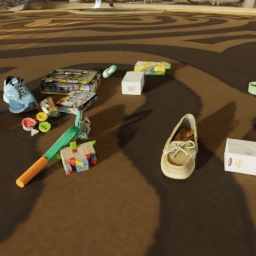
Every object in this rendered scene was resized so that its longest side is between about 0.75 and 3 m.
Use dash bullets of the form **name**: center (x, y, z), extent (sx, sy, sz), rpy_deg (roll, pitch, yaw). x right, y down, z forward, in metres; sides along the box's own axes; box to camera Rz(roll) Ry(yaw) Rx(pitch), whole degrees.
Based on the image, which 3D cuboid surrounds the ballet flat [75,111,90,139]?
- **ballet flat**: center (-1.632, -0.080, 10.139), extent (0.609, 0.609, 1.640), rpy_deg (-2, 31, -4)

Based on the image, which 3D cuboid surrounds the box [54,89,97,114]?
- **box**: center (-2.234, -1.163, 12.126), extent (1.191, 0.347, 1.739), rpy_deg (10, 31, 17)

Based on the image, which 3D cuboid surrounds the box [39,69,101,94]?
- **box**: center (-2.772, -2.290, 13.874), extent (2.534, 0.625, 2.024), rpy_deg (3, 31, 6)

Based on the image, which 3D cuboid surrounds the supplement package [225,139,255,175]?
- **supplement package**: center (3.476, 0.850, 8.253), extent (1.123, 0.623, 0.875), rpy_deg (7, 29, 15)

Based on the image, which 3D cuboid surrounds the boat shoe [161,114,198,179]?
- **boat shoe**: center (1.630, 0.498, 8.631), extent (1.016, 0.869, 2.772), rpy_deg (7, 30, 13)

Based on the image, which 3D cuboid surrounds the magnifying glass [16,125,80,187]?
- **magnifying glass**: center (-2.293, 0.765, 8.318), extent (0.284, 1.009, 2.535), rpy_deg (40, 48, -2)

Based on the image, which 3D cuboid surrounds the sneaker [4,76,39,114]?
- **sneaker**: center (-4.666, -1.470, 11.771), extent (1.066, 1.224, 2.721), rpy_deg (-22, 36, -34)

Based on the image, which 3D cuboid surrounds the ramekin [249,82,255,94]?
- **ramekin**: center (6.166, -1.886, 13.377), extent (0.783, 0.382, 0.783), rpy_deg (0, 29, 0)

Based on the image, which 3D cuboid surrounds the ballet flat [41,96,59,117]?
- **ballet flat**: center (-3.258, -0.883, 11.480), extent (0.557, 0.522, 1.540), rpy_deg (-7, 35, -26)

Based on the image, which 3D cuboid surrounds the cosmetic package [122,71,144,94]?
- **cosmetic package**: center (0.278, -2.227, 13.699), extent (0.915, 0.658, 1.621), rpy_deg (2, 30, 7)

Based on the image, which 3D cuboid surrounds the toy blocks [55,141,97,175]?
- **toy blocks**: center (-1.440, 0.906, 8.326), extent (1.263, 0.631, 0.864), rpy_deg (-13, 43, -20)

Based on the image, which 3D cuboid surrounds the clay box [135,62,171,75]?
- **clay box**: center (1.426, -3.418, 16.016), extent (1.945, 0.463, 1.117), rpy_deg (6, 30, 10)

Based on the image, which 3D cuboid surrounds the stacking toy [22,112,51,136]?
- **stacking toy**: center (-3.343, -0.054, 10.342), extent (0.950, 0.401, 0.860), rpy_deg (-22, 62, -29)

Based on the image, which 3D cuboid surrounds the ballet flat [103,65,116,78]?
- **ballet flat**: center (-0.936, -2.670, 13.320), extent (0.918, 0.309, 0.323), rpy_deg (-30, 10, 37)
